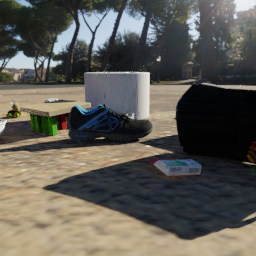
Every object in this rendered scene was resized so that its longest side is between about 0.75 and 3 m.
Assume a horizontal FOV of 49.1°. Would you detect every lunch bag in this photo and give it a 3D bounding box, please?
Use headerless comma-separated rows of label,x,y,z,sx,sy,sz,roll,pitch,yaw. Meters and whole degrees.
lunch bag,-2.613,-0.626,10.591,1.408,0.895,1.194,-6,12,-6

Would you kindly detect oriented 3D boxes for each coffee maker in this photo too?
coffee maker,2.287,-0.091,5.670,2.515,1.694,2.416,7,13,35

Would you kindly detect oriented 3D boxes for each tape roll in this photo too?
tape roll,-0.457,-1.418,11.926,2.766,1.899,2.766,0,11,0

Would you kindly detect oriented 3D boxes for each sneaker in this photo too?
sneaker,-0.462,-0.165,7.863,2.424,0.993,0.887,-1,11,-8

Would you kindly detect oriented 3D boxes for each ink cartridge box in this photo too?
ink cartridge box,0.869,0.662,5.406,0.710,0.221,0.883,1,15,-21

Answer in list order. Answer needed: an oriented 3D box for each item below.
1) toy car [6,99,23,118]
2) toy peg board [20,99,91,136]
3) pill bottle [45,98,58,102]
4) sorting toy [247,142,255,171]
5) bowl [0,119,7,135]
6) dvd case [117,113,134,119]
toy car,-4.865,-0.838,11.969,0.594,0.752,0.618,-1,11,-4
toy peg board,-2.323,-0.365,9.110,1.642,0.803,1.635,11,20,41
pill bottle,-4.213,-1.377,15.420,0.506,0.506,0.889,2,10,13
sorting toy,2.367,0.640,4.872,0.347,0.845,0.508,-36,-12,1
bowl,-3.974,0.091,7.713,1.205,0.542,1.205,-1,10,0
dvd case,-0.335,-0.254,9.965,1.103,0.181,1.467,0,20,2
